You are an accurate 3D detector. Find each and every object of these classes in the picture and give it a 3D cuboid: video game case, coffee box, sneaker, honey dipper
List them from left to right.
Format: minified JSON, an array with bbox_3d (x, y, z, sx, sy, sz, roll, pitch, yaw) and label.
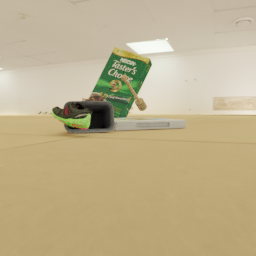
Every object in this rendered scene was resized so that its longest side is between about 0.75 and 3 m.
[{"bbox_3d":[-1.114,-0.286,5.686,1.143,0.479,0.439,15,-15,38],"label":"sneaker"},{"bbox_3d":[-0.348,-1.664,10.685,1.624,2.640,0.581,25,-7,19],"label":"coffee box"},{"bbox_3d":[0.078,-0.152,8.422,2.248,0.272,2.469,-2,4,-29],"label":"video game case"},{"bbox_3d":[0.168,-0.958,7.611,0.269,0.269,1.416,2,-31,27],"label":"honey dipper"}]

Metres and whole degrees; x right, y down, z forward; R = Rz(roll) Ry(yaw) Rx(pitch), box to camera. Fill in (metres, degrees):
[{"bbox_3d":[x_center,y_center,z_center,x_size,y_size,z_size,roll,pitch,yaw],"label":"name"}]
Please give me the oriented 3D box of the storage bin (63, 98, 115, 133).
[{"bbox_3d":[-0.976,-0.259,6.626,1.139,0.829,0.765,-2,-7,-18],"label":"storage bin"}]
